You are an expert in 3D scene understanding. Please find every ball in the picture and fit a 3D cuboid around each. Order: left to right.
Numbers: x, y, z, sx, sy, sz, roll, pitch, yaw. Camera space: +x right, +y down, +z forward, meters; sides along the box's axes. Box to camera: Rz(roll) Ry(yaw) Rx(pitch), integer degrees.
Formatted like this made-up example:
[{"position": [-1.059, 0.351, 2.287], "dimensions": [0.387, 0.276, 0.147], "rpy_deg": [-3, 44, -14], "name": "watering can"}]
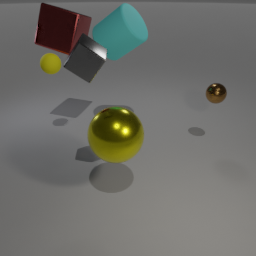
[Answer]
[{"position": [-2.622, -2.177, 9.499], "dimensions": [0.700, 0.700, 0.700], "rpy_deg": [0, 28, 0], "name": "ball"}, {"position": [-0.298, 0.167, 6.916], "dimensions": [1.400, 1.400, 1.400], "rpy_deg": [0, 28, 0], "name": "ball"}, {"position": [3.010, -1.183, 9.569], "dimensions": [0.700, 0.700, 0.700], "rpy_deg": [0, 28, 0], "name": "ball"}]

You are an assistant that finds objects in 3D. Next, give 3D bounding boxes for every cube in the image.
[{"position": [-2.313, -3.534, 10.126], "dimensions": [1.400, 1.400, 1.400], "rpy_deg": [19, 20, 6], "name": "cube"}, {"position": [-0.958, -1.606, 6.435], "dimensions": [0.700, 0.700, 0.700], "rpy_deg": [31, 29, -20], "name": "cube"}]

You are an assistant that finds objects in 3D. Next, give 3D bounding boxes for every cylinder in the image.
[{"position": [-0.265, -3.278, 9.666], "dimensions": [1.400, 1.400, 1.400], "rpy_deg": [-25, 12, 34], "name": "cylinder"}]
